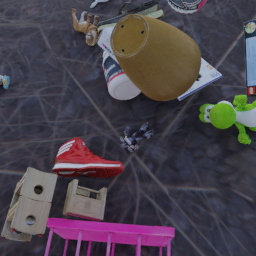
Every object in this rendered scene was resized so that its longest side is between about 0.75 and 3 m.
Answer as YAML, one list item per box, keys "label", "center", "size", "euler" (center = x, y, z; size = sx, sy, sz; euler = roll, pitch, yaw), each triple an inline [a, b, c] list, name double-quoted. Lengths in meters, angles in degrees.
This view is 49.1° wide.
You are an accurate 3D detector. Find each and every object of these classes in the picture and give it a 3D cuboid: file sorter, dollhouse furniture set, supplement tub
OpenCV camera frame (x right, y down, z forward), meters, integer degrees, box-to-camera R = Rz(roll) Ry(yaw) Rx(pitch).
- label: "file sorter"
  center: [-0.376, 2.802, 5.588]
  size: [2.389, 1.660, 1.498]
  euler: [4, 60, 2]
- label: "dollhouse furniture set"
  center: [-1.700, 1.981, 6.542]
  size: [1.898, 1.338, 1.330]
  euler: [21, 55, -22]
- label: "supplement tub"
  center: [-0.191, -1.770, 8.799]
  size: [1.097, 1.097, 1.564]
  euler: [-10, 58, -7]

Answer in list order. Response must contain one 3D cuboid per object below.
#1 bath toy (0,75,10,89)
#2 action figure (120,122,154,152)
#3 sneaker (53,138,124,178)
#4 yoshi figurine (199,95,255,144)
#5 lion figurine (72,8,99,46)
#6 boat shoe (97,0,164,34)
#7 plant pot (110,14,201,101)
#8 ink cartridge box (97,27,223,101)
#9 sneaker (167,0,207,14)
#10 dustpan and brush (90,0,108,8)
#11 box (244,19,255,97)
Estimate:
- label: "bath toy"
  center: [-4.480, -1.510, 9.054]
  size: [1.220, 0.530, 0.451]
  euler: [5, 91, 4]
- label: "action figure"
  center: [0.216, 0.266, 7.961]
  size: [1.037, 0.360, 0.675]
  euler: [-31, 68, -15]
- label: "sneaker"
  center: [-1.028, 0.713, 7.466]
  size: [1.842, 0.722, 1.064]
  euler: [2, 59, -1]
- label: "yoshi figurine"
  center: [3.205, -0.306, 7.825]
  size: [2.306, 1.291, 1.296]
  euler: [1, 64, 5]
- label: "lion figurine"
  center: [-1.599, -3.737, 10.349]
  size: [0.598, 1.010, 1.649]
  euler: [-9, 36, -39]
- label: "boat shoe"
  center: [0.036, -4.114, 10.259]
  size: [2.701, 0.989, 0.875]
  euler: [-23, 101, -23]
- label: "plant pot"
  center: [0.414, -1.379, 5.182]
  size: [1.477, 1.585, 1.477]
  euler: [-4, 81, 30]
- label: "ink cartridge box"
  center: [1.076, -2.048, 8.508]
  size: [2.992, 0.648, 2.937]
  euler: [48, 43, 14]
- label: "sneaker"
  center: [1.189, -4.022, 7.604]
  size: [0.928, 0.859, 2.301]
  euler: [-45, 75, 10]
- label: "dustpan and brush"
  center: [-1.176, -5.412, 11.634]
  size: [0.899, 0.369, 1.288]
  euler: [27, 55, 16]
- label: "box"
  center: [3.159, -1.395, 6.030]
  size: [2.110, 0.398, 1.441]
  euler: [-4, 91, -44]
